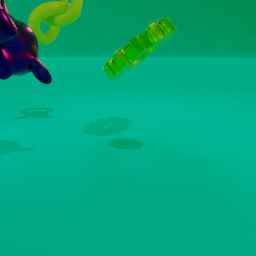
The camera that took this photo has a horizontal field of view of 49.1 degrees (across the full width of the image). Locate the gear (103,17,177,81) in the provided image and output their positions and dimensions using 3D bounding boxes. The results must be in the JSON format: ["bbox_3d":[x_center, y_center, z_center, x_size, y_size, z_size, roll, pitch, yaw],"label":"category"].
[{"bbox_3d":[0.283,-1.935,6.969,1.999,0.370,1.999,-36,5,4],"label":"gear"}]

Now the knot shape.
[{"bbox_3d":[-1.885,-3.267,7.821,1.759,0.869,1.880,-25,28,38],"label":"knot shape"}]

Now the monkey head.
[{"bbox_3d":[-2.024,-1.551,4.885,1.319,1.834,1.105,-27,7,42],"label":"monkey head"}]
